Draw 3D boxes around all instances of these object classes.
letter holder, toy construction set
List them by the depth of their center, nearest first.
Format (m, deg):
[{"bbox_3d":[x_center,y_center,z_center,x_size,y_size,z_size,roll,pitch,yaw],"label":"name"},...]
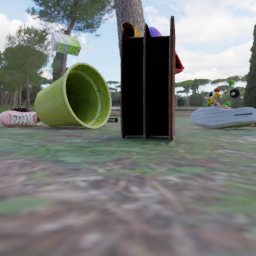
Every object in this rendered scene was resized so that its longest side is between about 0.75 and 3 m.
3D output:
[{"bbox_3d":[0.424,-0.970,6.073,1.219,2.425,1.723,0,3,9],"label":"letter holder"},{"bbox_3d":[4.582,-0.953,14.893,2.656,2.215,2.041,-25,-2,41],"label":"toy construction set"}]

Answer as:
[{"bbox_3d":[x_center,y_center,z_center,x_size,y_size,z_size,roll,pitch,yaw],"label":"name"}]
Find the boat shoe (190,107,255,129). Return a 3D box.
[{"bbox_3d":[3.577,-0.271,10.507,2.405,0.866,0.746,0,-30,15],"label":"boat shoe"}]

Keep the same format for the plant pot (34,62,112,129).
[{"bbox_3d":[-2.355,-1.028,11.197,2.347,2.553,2.553,-13,-5,35],"label":"plant pot"}]

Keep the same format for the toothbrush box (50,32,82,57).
[{"bbox_3d":[-2.809,-3.776,12.625,1.200,0.517,0.874,5,43,-31],"label":"toothbrush box"}]

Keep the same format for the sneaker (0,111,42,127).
[{"bbox_3d":[-4.535,-0.406,12.130,0.981,0.706,1.876,-4,-4,34],"label":"sneaker"}]

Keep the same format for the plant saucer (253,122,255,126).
[{"bbox_3d":[6.728,-0.270,12.779,2.167,0.398,2.162,0,3,21],"label":"plant saucer"}]

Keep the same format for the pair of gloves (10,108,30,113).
[{"bbox_3d":[-4.814,-0.537,13.188,1.632,0.227,1.832,-22,-22,31],"label":"pair of gloves"}]

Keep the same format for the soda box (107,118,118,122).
[{"bbox_3d":[-1.118,-0.546,19.132,0.911,0.322,0.288,1,5,5],"label":"soda box"}]

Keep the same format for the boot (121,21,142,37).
[{"bbox_3d":[0.661,-3.230,12.354,1.047,2.977,2.131,-35,-32,9],"label":"boot"}]

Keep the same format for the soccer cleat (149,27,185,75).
[{"bbox_3d":[1.088,-2.231,7.999,0.538,1.579,0.578,-39,15,-14],"label":"soccer cleat"}]
